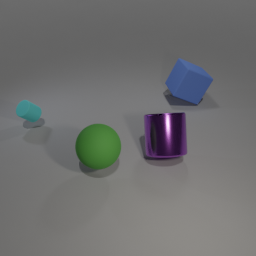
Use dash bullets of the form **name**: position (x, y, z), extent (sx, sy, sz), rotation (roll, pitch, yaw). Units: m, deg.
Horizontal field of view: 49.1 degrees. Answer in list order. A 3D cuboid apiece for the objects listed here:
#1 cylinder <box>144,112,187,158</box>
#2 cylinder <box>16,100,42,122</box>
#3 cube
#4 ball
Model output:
- **cylinder**: position (1.263, 0.208, 9.442), extent (1.400, 1.400, 1.400), rotation (-3, 2, 0)
- **cylinder**: position (-3.921, -0.659, 11.080), extent (0.700, 0.700, 0.700), rotation (-10, 67, 24)
- **cube**: position (2.807, -2.175, 13.073), extent (1.400, 1.400, 1.400), rotation (17, 28, -21)
- **ball**: position (-0.909, 0.565, 8.599), extent (1.400, 1.400, 1.400), rotation (0, 32, 0)
